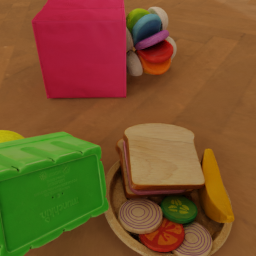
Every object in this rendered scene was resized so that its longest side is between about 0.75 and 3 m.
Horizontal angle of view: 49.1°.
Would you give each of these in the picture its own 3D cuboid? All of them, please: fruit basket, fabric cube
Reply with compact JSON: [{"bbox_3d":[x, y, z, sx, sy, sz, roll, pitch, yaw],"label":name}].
[{"bbox_3d":[-2.095,0.987,5.086,2.893,2.087,2.893,-8,4,0],"label":"fruit basket"},{"bbox_3d":[-1.438,-2.806,9.722,2.713,2.670,2.722,-2,38,-1],"label":"fabric cube"}]

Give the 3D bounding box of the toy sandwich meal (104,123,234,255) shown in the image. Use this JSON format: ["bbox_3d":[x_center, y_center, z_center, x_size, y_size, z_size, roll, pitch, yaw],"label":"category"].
[{"bbox_3d":[0.848,1.153,5.751,3.031,1.038,3.031,5,42,-4],"label":"toy sandwich meal"}]

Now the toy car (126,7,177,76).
[{"bbox_3d":[0.768,-2.952,9.761,2.073,2.368,1.776,-29,28,-11],"label":"toy car"}]
